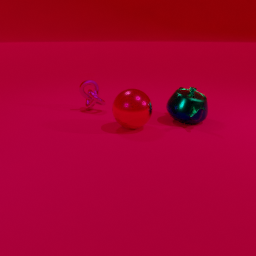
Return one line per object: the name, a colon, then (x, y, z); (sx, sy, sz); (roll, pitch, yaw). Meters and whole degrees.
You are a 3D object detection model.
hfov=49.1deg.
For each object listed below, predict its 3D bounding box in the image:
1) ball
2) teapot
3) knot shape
ball: (0.123, -0.540, 7.913); (1.139, 1.139, 1.139); (0, 19, 0)
teapot: (1.865, -0.725, 8.498); (1.295, 1.020, 2.083); (6, 28, -12)
knot shape: (-1.200, -1.072, 9.757); (1.013, 1.082, 0.500); (31, 47, 30)
